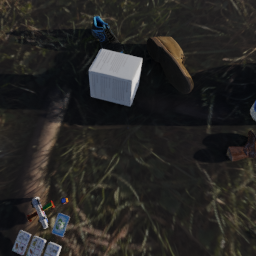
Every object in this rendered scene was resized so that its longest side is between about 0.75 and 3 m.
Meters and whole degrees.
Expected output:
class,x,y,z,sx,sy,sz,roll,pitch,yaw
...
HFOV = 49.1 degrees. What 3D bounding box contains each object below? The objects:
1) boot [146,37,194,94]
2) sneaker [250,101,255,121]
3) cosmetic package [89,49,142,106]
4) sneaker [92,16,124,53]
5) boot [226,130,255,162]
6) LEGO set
class,x,y,z,sx,sy,sz,roll,pitch,yaw
boot,1.631,-2.243,9.452,0.954,0.930,2.528,-18,62,-21
sneaker,4.945,-1.554,8.625,1.123,1.627,2.925,38,69,17
cosmetic package,-0.386,-1.579,8.820,1.368,1.145,1.138,15,53,7
sneaker,-0.785,-3.272,10.016,0.625,0.699,1.707,-35,70,-19
boot,3.360,0.527,8.353,0.953,0.306,0.888,-9,62,1
LEGO set,-2.122,2.540,7.292,1.249,0.410,1.672,13,77,17
